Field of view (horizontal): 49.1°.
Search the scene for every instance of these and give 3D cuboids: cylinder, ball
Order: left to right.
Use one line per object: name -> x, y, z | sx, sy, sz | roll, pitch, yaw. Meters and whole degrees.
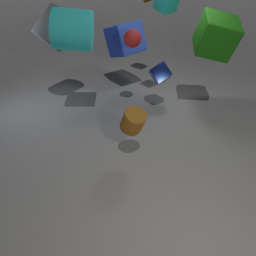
cylinder -> -2.960, -4.060, 11.433 | 1.400, 1.400, 1.400 | 35, 1, -1
cylinder -> -1.960, -3.469, 9.903 | 1.400, 1.400, 1.400 | 3, 32, -4
ball -> 0.174, -3.468, 10.851 | 0.700, 0.700, 0.700 | 0, 32, 0
cylinder -> 0.157, -0.218, 8.663 | 0.700, 0.700, 0.700 | 9, 53, -12

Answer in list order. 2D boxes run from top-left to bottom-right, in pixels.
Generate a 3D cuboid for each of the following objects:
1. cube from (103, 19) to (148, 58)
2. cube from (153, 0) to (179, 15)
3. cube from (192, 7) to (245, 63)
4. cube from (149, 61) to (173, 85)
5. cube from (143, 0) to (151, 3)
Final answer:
cube -> -0.130, -4.262, 13.415 | 1.400, 1.400, 1.400 | -26, 23, -26
cube -> 1.484, -4.888, 10.785 | 0.700, 0.700, 0.700 | -28, 58, -31
cube -> 3.476, -3.634, 11.006 | 1.400, 1.400, 1.400 | 12, 48, -6
cube -> 1.369, -2.299, 11.821 | 0.700, 0.700, 0.700 | -33, 2, 4
cube -> 1.019, -6.418, 13.089 | 0.700, 0.700, 0.700 | -39, 13, -38
